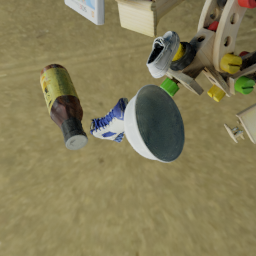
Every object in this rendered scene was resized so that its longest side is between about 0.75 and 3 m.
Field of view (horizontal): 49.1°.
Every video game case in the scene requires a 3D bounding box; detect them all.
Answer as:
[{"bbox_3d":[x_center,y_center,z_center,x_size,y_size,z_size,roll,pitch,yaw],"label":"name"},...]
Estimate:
[{"bbox_3d":[-0.990,-3.415,5.824,0.221,1.999,1.820,-19,43,-26],"label":"video game case"}]

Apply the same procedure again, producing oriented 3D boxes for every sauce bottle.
[{"bbox_3d":[-1.177,-0.428,5.136,0.621,0.621,1.883,-17,50,-12],"label":"sauce bottle"}]

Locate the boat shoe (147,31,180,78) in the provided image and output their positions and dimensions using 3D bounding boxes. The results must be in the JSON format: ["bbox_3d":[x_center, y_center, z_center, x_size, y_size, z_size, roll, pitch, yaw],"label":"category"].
[{"bbox_3d":[0.490,-1.149,4.090,0.328,0.312,0.911,2,56,44],"label":"boat shoe"}]

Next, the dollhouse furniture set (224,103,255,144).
[{"bbox_3d":[2.244,-0.163,5.224,0.786,0.897,0.596,-31,99,11],"label":"dollhouse furniture set"}]

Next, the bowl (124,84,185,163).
[{"bbox_3d":[0.322,-0.020,4.283,0.533,1.186,1.186,-20,42,42],"label":"bowl"}]

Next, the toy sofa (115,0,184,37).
[{"bbox_3d":[1.024,-3.802,7.439,1.189,1.401,2.872,30,60,30],"label":"toy sofa"}]

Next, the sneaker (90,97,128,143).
[{"bbox_3d":[-0.404,-0.077,5.857,0.736,1.275,0.515,0,58,-16],"label":"sneaker"}]

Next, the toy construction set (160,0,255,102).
[{"bbox_3d":[1.949,-1.017,5.303,2.205,2.393,2.870,-47,65,0],"label":"toy construction set"}]
